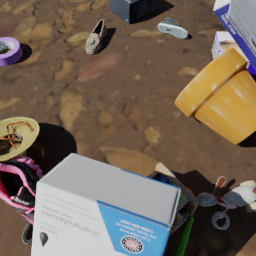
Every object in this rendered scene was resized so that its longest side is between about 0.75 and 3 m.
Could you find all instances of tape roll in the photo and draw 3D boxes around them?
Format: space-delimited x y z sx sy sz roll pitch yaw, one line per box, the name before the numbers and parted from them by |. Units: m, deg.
tape roll | -4.312 -2.679 9.801 1.114 0.366 1.114 0 54 0

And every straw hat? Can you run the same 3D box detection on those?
straw hat | -3.073 0.570 7.206 1.906 0.807 1.906 -4 36 3

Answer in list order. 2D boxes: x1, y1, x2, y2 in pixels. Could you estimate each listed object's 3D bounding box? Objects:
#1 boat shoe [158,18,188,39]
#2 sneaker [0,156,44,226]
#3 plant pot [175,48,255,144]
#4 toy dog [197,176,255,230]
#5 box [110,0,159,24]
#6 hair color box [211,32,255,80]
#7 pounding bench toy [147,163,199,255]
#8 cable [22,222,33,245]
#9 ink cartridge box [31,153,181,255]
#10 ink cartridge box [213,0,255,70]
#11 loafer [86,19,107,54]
boat shoe | 1.769 -3.800 10.530 1.224 0.433 0.556 26 63 19
sneaker | -1.843 1.631 5.893 2.933 1.399 1.159 34 81 9
plant pot | 2.695 -0.696 7.552 2.113 2.113 1.934 -37 79 -23
toy dog | 2.497 1.603 6.570 1.536 0.740 1.013 -21 58 -14
box | 0.253 -5.056 11.161 1.597 0.855 1.186 -36 62 -22
hair color box | 4.300 -2.384 9.291 2.735 0.886 1.495 1 56 3
pounding bench toy | 0.876 1.978 6.039 1.488 1.185 1.908 -34 62 -22
cable | -2.071 1.912 6.573 0.729 0.378 1.502 25 58 16
ink cartridge box | -0.480 2.160 4.817 2.050 2.836 1.194 16 21 12
ink cartridge box | 2.605 -1.958 5.853 2.202 0.486 2.243 43 51 -23
loafer | -1.175 -3.345 10.187 0.556 0.487 1.548 13 56 9
